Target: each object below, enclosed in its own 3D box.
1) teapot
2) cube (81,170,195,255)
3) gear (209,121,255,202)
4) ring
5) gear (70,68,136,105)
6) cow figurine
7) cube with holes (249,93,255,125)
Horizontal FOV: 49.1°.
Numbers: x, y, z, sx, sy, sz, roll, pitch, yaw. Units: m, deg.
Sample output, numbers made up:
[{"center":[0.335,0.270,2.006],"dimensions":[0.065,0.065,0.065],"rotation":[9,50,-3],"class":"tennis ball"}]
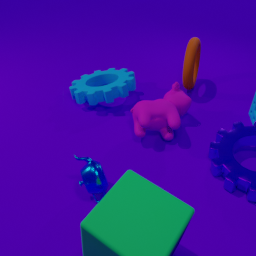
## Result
[{"center":[-0.693,0.930,5.318],"dimensions":[0.516,1.053,0.655],"rotation":[-22,5,-6],"class":"teapot"},{"center":[0.107,1.471,3.861],"dimensions":[1.070,1.070,1.070],"rotation":[29,49,21],"class":"cube"},{"center":[2.668,0.622,5.828],"dimensions":[1.867,0.345,1.867],"rotation":[-6,44,5],"class":"gear"},{"center":[1.875,-1.872,8.202],"dimensions":[0.301,1.503,1.503],"rotation":[10,40,18],"class":"ring"},{"center":[-0.716,-1.236,8.107],"dimensions":[1.865,0.345,1.865],"rotation":[-8,30,5],"class":"gear"},{"center":[0.814,-0.473,6.902],"dimensions":[1.589,0.872,1.564],"rotation":[5,50,-13],"class":"cow figurine"},{"center":[3.679,-0.431,7.028],"dimensions":[0.861,0.861,0.861],"rotation":[4,39,5],"class":"cube with holes"}]
